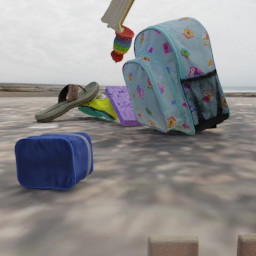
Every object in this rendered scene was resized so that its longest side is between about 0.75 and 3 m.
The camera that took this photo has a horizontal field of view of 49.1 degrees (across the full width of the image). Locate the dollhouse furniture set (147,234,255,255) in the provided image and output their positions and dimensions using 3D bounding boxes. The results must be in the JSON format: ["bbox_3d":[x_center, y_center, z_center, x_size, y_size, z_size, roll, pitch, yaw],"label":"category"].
[{"bbox_3d":[0.662,0.662,0.554,1.363,0.710,1.378,0,8,-1],"label":"dollhouse furniture set"}]

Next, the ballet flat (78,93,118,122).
[{"bbox_3d":[-1.011,-0.860,10.602,0.936,0.939,2.801,32,-9,-31],"label":"ballet flat"}]

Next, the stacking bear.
[{"bbox_3d":[-0.297,-3.200,10.993,0.775,1.363,0.827,18,44,-8],"label":"stacking bear"}]

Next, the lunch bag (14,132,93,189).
[{"bbox_3d":[-0.859,0.358,3.291,0.863,0.586,0.571,0,6,18],"label":"lunch bag"}]

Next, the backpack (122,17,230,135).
[{"bbox_3d":[1.087,-1.341,7.375,2.175,2.838,2.495,-14,13,-17],"label":"backpack"}]

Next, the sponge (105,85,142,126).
[{"bbox_3d":[-0.034,-0.774,9.180,0.992,0.265,1.778,-3,45,-27],"label":"sponge"}]

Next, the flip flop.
[{"bbox_3d":[-2.208,-1.138,10.288,2.879,0.829,1.167,-34,21,-33],"label":"flip flop"}]

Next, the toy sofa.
[{"bbox_3d":[-0.172,-4.123,9.362,0.832,1.706,0.706,29,29,-8],"label":"toy sofa"}]
